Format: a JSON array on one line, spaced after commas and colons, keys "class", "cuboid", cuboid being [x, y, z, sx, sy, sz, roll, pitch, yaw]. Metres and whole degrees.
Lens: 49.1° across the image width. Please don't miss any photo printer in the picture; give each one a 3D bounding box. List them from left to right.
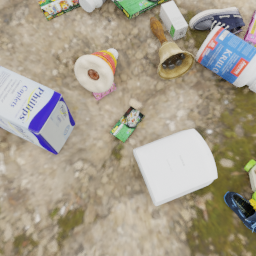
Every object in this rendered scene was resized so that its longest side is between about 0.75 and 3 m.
[{"class": "photo printer", "cuboid": [1.729, 1.288, 9.892, 2.560, 0.889, 2.130, -20, 74, -5]}]

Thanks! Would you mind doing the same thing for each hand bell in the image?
[{"class": "hand bell", "cuboid": [1.453, -3.506, 11.416, 1.490, 1.490, 2.862, -16, 60, -5]}]

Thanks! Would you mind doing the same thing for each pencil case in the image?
[{"class": "pencil case", "cuboid": [-0.932, -1.472, 11.021, 0.967, 0.400, 0.418, -32, 45, -9]}]

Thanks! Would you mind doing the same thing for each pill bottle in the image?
[{"class": "pill bottle", "cuboid": [-1.316, -5.821, 12.038, 0.950, 0.950, 1.716, 32, 73, 9]}, {"class": "pill bottle", "cuboid": [4.143, -2.551, 10.738, 2.751, 1.544, 1.544, 35, 76, 11]}]

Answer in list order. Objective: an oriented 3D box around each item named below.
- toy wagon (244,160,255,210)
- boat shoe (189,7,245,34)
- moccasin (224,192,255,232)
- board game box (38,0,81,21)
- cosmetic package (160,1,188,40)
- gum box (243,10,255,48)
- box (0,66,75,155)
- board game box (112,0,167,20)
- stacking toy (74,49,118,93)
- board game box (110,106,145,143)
[{"class": "toy wagon", "cuboid": [5.092, 1.869, 9.544, 2.840, 0.562, 2.204, -36, 60, -20]}, {"class": "boat shoe", "cuboid": [3.762, -4.313, 11.644, 2.245, 0.838, 1.041, -16, 66, -6]}, {"class": "moccasin", "cuboid": [4.132, 2.963, 9.491, 1.971, 0.672, 0.793, 36, 76, 10]}, {"class": "board game box", "cuboid": [-2.890, -5.546, 12.379, 1.939, 0.228, 1.016, -28, 73, -9]}, {"class": "cosmetic package", "cuboid": [1.908, -4.519, 11.777, 0.590, 0.748, 1.391, -24, 73, -7]}, {"class": "gum box", "cuboid": [5.688, -4.120, 11.661, 1.230, 0.717, 2.168, 23, 74, 7]}, {"class": "box", "cuboid": [-3.516, -0.555, 9.580, 2.796, 2.571, 1.467, 24, 72, 8]}, {"class": "board game box", "cuboid": [0.675, -5.759, 12.157, 2.639, 0.310, 1.383, -34, 79, -21]}, {"class": "stacking toy", "cuboid": [-0.977, -2.511, 10.867, 1.551, 1.551, 2.123, 21, 46, 6]}, {"class": "board game box", "cuboid": [-0.021, -0.145, 10.737, 0.704, 0.158, 1.344, 37, 76, 8]}]
